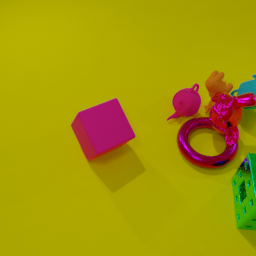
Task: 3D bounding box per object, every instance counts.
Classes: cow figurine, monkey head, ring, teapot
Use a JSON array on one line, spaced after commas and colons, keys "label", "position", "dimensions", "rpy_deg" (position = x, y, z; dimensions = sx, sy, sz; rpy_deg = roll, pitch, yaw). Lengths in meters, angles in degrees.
[{"label": "cow figurine", "position": [2.428, -0.942, 7.840], "dimensions": [1.033, 1.050, 0.576], "rpy_deg": [-48, 30, 2]}, {"label": "monkey head", "position": [2.604, -0.398, 6.983], "dimensions": [1.148, 0.962, 1.596], "rpy_deg": [-12, 46, 22]}, {"label": "ring", "position": [2.076, 0.349, 7.347], "dimensions": [1.598, 0.320, 1.598], "rpy_deg": [-1, 52, 1]}, {"label": "teapot", "position": [1.551, -0.688, 7.762], "dimensions": [0.642, 1.310, 0.815], "rpy_deg": [3, 38, -49]}, {"label": "teapot", "position": [3.541, -1.000, 7.476], "dimensions": [1.169, 1.880, 0.921], "rpy_deg": [-5, 86, -33]}]

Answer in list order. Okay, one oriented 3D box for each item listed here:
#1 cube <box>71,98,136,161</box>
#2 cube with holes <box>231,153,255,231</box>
[{"label": "cube", "position": [-0.636, 0.060, 6.831], "dimensions": [1.052, 1.052, 1.052], "rpy_deg": [-24, 84, -25]}, {"label": "cube with holes", "position": [3.077, 1.430, 6.007], "dimensions": [1.230, 1.230, 1.230], "rpy_deg": [6, 54, 4]}]
